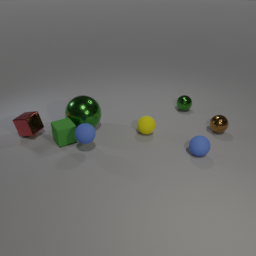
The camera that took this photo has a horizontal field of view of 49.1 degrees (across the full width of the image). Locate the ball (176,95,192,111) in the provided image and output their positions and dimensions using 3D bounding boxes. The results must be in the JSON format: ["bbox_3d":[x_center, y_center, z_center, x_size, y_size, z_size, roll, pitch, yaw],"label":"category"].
[{"bbox_3d":[2.537,-1.127,12.620,0.700,0.700,0.700,0,28,0],"label":"ball"}]

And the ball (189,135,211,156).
[{"bbox_3d":[2.409,0.597,9.405,0.700,0.700,0.700,0,28,0],"label":"ball"}]

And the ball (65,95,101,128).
[{"bbox_3d":[-1.737,-0.569,10.909,1.400,1.400,1.400,0,28,0],"label":"ball"}]

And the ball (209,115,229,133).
[{"bbox_3d":[3.500,-0.161,10.773,0.700,0.700,0.700,0,28,0],"label":"ball"}]

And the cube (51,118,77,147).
[{"bbox_3d":[-2.317,0.142,10.149,0.700,0.700,0.700,-17,36,-27],"label":"cube"}]

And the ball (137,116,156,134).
[{"bbox_3d":[0.704,-0.112,10.713,0.700,0.700,0.700,0,28,0],"label":"ball"}]

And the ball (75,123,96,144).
[{"bbox_3d":[-1.444,0.191,9.470,0.700,0.700,0.700,0,28,0],"label":"ball"}]

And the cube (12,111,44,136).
[{"bbox_3d":[-3.740,-0.161,10.548,0.700,0.700,0.700,-2,28,28],"label":"cube"}]
